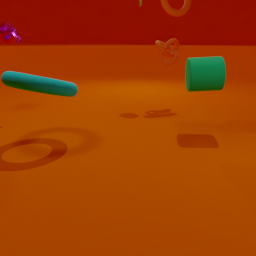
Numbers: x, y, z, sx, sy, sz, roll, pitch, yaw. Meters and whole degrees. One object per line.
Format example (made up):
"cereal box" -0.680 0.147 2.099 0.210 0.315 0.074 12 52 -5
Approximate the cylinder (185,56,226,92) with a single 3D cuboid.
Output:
"cylinder" 2.066 -1.451 7.569 0.906 0.906 0.906 -2 18 3

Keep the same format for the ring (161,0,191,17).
"ring" 1.761 -4.697 10.234 1.206 1.206 0.241 -5 5 -16

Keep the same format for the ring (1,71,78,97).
"ring" -2.112 -1.059 6.806 1.786 0.357 1.786 10 6 -1

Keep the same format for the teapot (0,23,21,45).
"teapot" -3.614 -2.850 8.359 0.519 0.660 1.061 -26 -20 13

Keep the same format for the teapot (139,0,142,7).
"teapot" 0.718 -5.002 10.300 0.702 1.129 0.553 39 -4 44

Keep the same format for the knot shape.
"knot shape" 1.503 -2.811 10.438 1.066 0.997 0.492 -2 -9 -24
